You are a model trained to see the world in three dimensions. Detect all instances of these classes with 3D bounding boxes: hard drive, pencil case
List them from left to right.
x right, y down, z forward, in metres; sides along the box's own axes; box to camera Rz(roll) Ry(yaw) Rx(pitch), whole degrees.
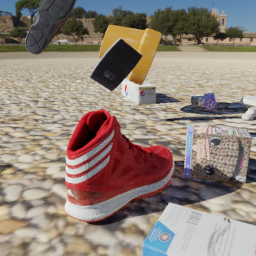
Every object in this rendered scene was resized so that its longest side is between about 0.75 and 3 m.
[{"bbox_3d":[-0.425,-2.107,9.356,1.109,1.645,0.348,30,23,-33],"label":"hard drive"},{"bbox_3d":[3.697,-1.217,12.577,0.570,0.581,1.359,40,24,-3],"label":"pencil case"}]

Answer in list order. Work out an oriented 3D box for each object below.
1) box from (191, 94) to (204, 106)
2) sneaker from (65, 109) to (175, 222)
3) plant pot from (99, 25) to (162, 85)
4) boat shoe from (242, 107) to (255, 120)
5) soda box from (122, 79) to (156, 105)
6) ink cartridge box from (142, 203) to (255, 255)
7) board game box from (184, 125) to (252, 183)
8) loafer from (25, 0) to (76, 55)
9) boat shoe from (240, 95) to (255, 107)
[{"bbox_3d":[3.357,-1.348,13.325,0.433,0.390,0.770,16,23,38],"label":"box"},{"bbox_3d":[0.045,0.425,5.454,1.166,1.720,2.977,12,21,33],"label":"sneaker"},{"bbox_3d":[-0.001,-2.996,10.869,1.955,2.135,2.135,21,17,-5],"label":"plant pot"},{"bbox_3d":[4.803,-0.606,10.944,0.411,0.405,1.159,16,23,41],"label":"boat shoe"},{"bbox_3d":[0.484,-1.919,14.336,0.940,0.878,2.759,-5,19,-17],"label":"soda box"},{"bbox_3d":[1.025,1.613,3.543,1.431,0.602,1.034,9,19,26],"label":"ink cartridge box"},{"bbox_3d":[1.940,0.549,6.201,1.305,1.040,0.632,3,18,13],"label":"board game box"},{"bbox_3d":[-1.792,-2.569,6.573,0.658,1.831,0.577,35,14,-11],"label":"loafer"},{"bbox_3d":[6.069,-1.151,11.386,2.740,0.976,0.956,12,2,23],"label":"boat shoe"}]
